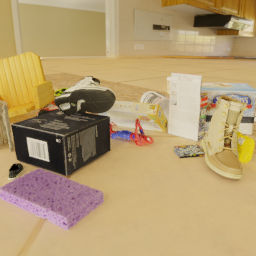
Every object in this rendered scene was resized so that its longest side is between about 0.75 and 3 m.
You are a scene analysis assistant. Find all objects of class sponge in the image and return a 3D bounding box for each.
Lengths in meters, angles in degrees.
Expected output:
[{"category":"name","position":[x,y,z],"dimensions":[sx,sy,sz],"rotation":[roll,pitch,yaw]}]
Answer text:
[{"category":"sponge","position":[-1.838,1.590,6.668],"dimensions":[2.237,0.334,1.248],"rotation":[11,22,30]}]

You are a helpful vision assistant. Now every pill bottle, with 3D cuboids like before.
[{"category":"pill bottle","position":[1.369,-1.018,12.975],"dimensions":[1.193,1.193,2.095],"rotation":[-5,19,-14]}]

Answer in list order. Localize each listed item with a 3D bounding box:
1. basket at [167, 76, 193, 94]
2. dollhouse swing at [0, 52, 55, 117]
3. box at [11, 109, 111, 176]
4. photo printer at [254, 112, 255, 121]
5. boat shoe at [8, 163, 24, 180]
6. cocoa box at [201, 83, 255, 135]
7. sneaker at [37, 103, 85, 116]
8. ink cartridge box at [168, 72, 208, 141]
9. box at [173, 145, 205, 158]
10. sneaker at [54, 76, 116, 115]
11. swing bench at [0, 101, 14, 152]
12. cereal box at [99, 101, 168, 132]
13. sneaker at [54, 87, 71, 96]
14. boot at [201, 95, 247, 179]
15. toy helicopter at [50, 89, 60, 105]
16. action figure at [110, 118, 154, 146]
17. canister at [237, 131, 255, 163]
[{"category":"basket","position":[3.526,-2.698,17.981],"dimensions":[1.242,1.130,1.832],"rotation":[-17,26,-41]},{"category":"dollhouse swing","position":[-5.238,-1.970,12.768],"dimensions":[2.831,2.489,2.572],"rotation":[-12,16,10]},{"category":"box","position":[-2.022,0.318,8.867],"dimensions":[2.154,1.286,2.191],"rotation":[10,22,30]},{"category":"photo printer","position":[6.428,-0.608,12.734],"dimensions":[1.597,0.555,1.329],"rotation":[-14,23,-36]},{"category":"boat shoe","position":[-3.217,1.157,7.999],"dimensions":[0.319,0.283,0.853],"rotation":[0,19,0]},{"category":"cocoa box","position":[3.691,-0.900,11.669],"dimensions":[2.722,1.786,1.815],"rotation":[3,19,8]},{"category":"sneaker","position":[-3.120,-0.823,13.105],"dimensions":[2.165,0.723,1.160],"rotation":[-8,23,-14]},{"category":"ink cartridge box","position":[2.249,-0.843,10.513],"dimensions":[1.327,2.435,0.613],"rotation":[16,25,40]},{"category":"box","position":[2.032,0.771,9.283],"dimensions":[0.908,0.181,0.622],"rotation":[-3,21,-9]},{"category":"sneaker","position":[-1.131,-1.203,8.644],"dimensions":[2.475,0.934,1.424],"rotation":[-1,44,42]},{"category":"swing bench","position":[-4.761,-0.030,9.411],"dimensions":[1.628,1.619,1.056],"rotation":[-6,20,-17]},{"category":"cereal box","position":[0.142,-0.486,10.995],"dimensions":[2.575,0.509,1.852],"rotation":[8,-17,20]},{"category":"sneaker","position":[-3.415,-1.978,16.608],"dimensions":[0.986,0.874,2.359],"rotation":[-2,9,43]},{"category":"boot","position":[2.946,0.170,8.214],"dimensions":[0.892,1.905,2.451],"rotation":[13,23,-2]},{"category":"toy helicopter","position":[-3.541,-1.413,14.750],"dimensions":[2.263,0.893,1.496],"rotation":[9,15,-2]},{"category":"action figure","position":[0.014,0.000,10.293],"dimensions":[2.201,1.090,0.718],"rotation":[17,25,34]},{"category":"canister","position":[3.492,0.517,9.035],"dimensions":[0.497,0.853,1.148],"rotation":[-5,22,-15]}]
